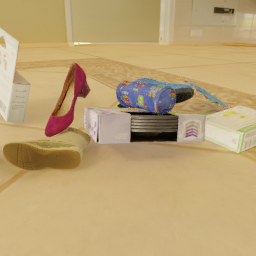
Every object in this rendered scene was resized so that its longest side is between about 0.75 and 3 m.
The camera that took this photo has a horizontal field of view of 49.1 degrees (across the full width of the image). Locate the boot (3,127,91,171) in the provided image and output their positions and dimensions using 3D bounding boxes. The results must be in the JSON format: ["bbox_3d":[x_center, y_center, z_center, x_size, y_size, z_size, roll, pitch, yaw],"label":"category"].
[{"bbox_3d":[-1.795,0.409,6.461,1.715,0.624,1.333,1,20,5],"label":"boot"}]

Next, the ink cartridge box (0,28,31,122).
[{"bbox_3d":[-3.860,-1.842,8.936,0.603,2.402,2.768,1,26,-42],"label":"ink cartridge box"}]

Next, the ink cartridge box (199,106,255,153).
[{"bbox_3d":[2.674,-0.207,8.158,1.934,0.637,2.657,-15,27,-33],"label":"ink cartridge box"}]

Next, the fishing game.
[{"bbox_3d":[2.752,-1.097,9.806,2.256,0.351,1.615,32,18,-3],"label":"fishing game"}]

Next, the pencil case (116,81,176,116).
[{"bbox_3d":[0.371,-0.706,6.555,0.625,0.695,1.601,-13,20,-37],"label":"pencil case"}]

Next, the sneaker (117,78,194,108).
[{"bbox_3d":[0.709,-1.138,8.079,2.427,0.951,0.800,-4,-19,34],"label":"sneaker"}]

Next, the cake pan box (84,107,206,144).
[{"bbox_3d":[0.237,-0.114,6.846,2.407,0.684,2.614,-2,8,-13],"label":"cake pan box"}]

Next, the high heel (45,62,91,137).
[{"bbox_3d":[-1.564,-0.690,6.673,0.626,0.893,1.858,6,52,26],"label":"high heel"}]
